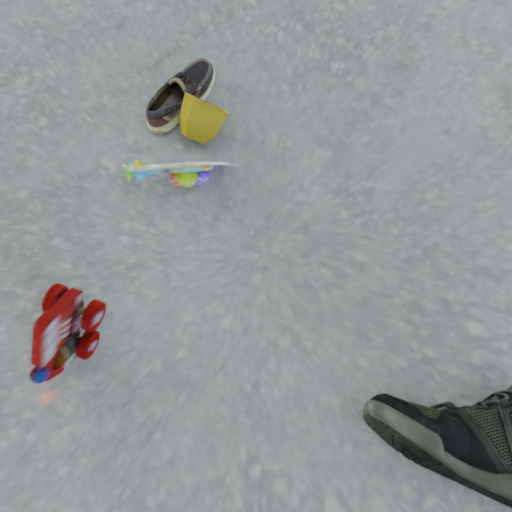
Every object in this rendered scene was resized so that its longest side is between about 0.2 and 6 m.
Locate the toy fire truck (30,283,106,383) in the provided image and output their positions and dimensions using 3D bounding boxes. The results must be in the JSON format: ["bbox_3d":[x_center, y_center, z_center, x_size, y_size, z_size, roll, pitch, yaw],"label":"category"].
[{"bbox_3d":[-2.693,1.114,7.608,0.762,1.359,1.141,23,32,4],"label":"toy fire truck"}]

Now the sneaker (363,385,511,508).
[{"bbox_3d":[2.899,2.210,7.498,2.849,1.089,1.632,22,68,6],"label":"sneaker"}]

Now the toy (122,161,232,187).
[{"bbox_3d":[-1.223,-1.297,8.903,1.690,0.973,0.399,-2,103,-18],"label":"toy"}]

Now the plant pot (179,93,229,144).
[{"bbox_3d":[-0.950,-2.274,9.414,0.646,0.642,0.661,17,106,-28],"label":"plant pot"}]

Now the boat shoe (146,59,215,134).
[{"bbox_3d":[-1.313,-2.877,9.782,0.619,0.557,1.720,34,71,14],"label":"boat shoe"}]
